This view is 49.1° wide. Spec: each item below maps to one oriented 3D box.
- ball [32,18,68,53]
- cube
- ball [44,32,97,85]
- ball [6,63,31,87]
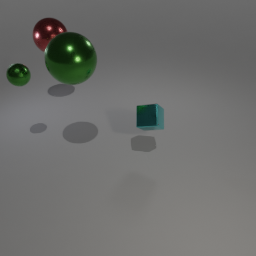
[{"bbox_3d":[-3.112,-3.700,11.283,1.400,1.400,1.400,0,33,0],"label":"ball"},{"bbox_3d":[0.709,-0.325,8.845,0.700,0.700,0.700,-3,-10,24],"label":"cube"},{"bbox_3d":[-1.542,-1.874,7.607,1.400,1.400,1.400,0,33,0],"label":"ball"},{"bbox_3d":[-3.324,-1.612,8.516,0.700,0.700,0.700,0,33,0],"label":"ball"}]
